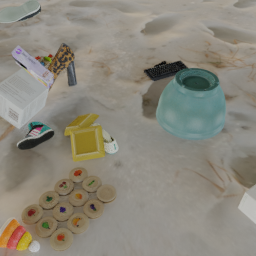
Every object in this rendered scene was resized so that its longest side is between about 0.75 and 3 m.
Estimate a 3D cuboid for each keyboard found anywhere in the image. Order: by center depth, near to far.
[{"bbox_3d":[1.877,-3.030,14.196,2.168,0.278,1.302,-18,45,-19],"label":"keyboard"}]

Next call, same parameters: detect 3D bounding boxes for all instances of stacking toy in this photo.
[{"bbox_3d":[-2.872,2.988,7.487,1.124,0.821,0.821,27,46,1],"label":"stacking toy"}]

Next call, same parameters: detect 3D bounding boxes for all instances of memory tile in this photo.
[{"bbox_3d":[-1.722,2.297,8.451,1.917,0.210,2.501,28,49,27],"label":"memory tile"}]

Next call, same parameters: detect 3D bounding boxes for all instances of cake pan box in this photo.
[{"bbox_3d":[-3.172,-2.017,9.404,1.480,1.363,0.387,40,77,-12],"label":"cake pan box"}]

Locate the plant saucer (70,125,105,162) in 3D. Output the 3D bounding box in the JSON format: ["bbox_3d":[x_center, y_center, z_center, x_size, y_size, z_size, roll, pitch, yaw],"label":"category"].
[{"bbox_3d":[-1.449,0.508,9.785,1.167,0.283,1.167,-10,75,4],"label":"plant saucer"}]

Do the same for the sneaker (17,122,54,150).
[{"bbox_3d":[-3.575,0.211,10.407,1.424,0.596,0.860,-26,53,-36],"label":"sneaker"}]

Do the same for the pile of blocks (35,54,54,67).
[{"bbox_3d":[-4.471,-3.490,14.522,1.576,0.490,0.647,-25,48,-24],"label":"pile of blocks"}]

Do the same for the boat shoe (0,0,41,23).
[{"bbox_3d":[-3.081,-3.253,8.004,1.254,0.378,0.474,-18,89,-4],"label":"boat shoe"}]

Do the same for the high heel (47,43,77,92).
[{"bbox_3d":[-3.749,-2.547,12.296,2.960,2.110,1.057,-19,46,-19],"label":"high heel"}]

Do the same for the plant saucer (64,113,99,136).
[{"bbox_3d":[-1.818,-0.191,10.702,1.137,0.276,1.137,-8,31,41],"label":"plant saucer"}]

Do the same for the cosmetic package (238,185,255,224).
[{"bbox_3d":[4.153,1.980,8.306,1.637,0.881,0.695,-23,48,-25],"label":"cosmetic package"}]

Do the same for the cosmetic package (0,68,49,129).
[{"bbox_3d":[-4.232,-1.176,11.070,1.370,1.378,1.647,35,48,0],"label":"cosmetic package"}]

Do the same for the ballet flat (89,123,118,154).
[{"bbox_3d":[-1.064,0.199,10.411,0.684,0.684,1.970,-31,51,-29],"label":"ballet flat"}]

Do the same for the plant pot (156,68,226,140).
[{"bbox_3d":[2.558,-1.163,10.984,2.797,1.874,2.797,0,42,0],"label":"plant pot"}]
